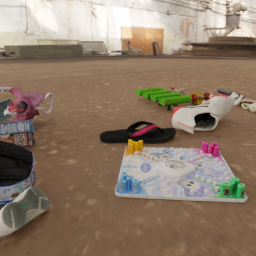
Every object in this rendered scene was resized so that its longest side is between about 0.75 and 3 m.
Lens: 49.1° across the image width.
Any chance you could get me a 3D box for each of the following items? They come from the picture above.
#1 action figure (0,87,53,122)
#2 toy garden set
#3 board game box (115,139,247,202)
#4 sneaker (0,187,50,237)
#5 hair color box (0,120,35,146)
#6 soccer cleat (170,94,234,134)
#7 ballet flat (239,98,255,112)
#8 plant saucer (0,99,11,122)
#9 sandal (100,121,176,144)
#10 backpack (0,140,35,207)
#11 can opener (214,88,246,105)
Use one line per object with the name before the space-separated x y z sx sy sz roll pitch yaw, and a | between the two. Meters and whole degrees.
action figure | -2.938 -0.478 7.971 1.485 1.336 1.995 1 3 -13
toy garden set | 1.862 -1.265 11.780 2.206 0.528 2.647 -9 19 -20
board game box | 0.971 0.747 5.734 2.236 0.289 2.235 1 17 5
sneaker | -1.573 1.203 4.050 0.488 0.428 1.218 -37 -5 12
hair color box | -2.941 0.191 6.814 1.246 0.623 0.377 -7 55 -19
soccer cleat | 2.484 -0.398 8.544 2.627 0.901 1.119 -14 32 -30
ballet flat | 4.699 -0.813 10.567 0.462 0.467 1.373 -25 17 -8
plant saucer | -4.325 -0.377 8.492 0.186 0.685 1.960 18 24 18
sandal | 0.287 0.085 7.504 2.091 0.471 0.785 -2 18 -6
backpack | -2.076 0.771 4.555 1.084 0.877 1.138 -1 44 -5
can opener | 4.399 -1.314 12.128 0.630 0.499 1.897 31 8 -23
